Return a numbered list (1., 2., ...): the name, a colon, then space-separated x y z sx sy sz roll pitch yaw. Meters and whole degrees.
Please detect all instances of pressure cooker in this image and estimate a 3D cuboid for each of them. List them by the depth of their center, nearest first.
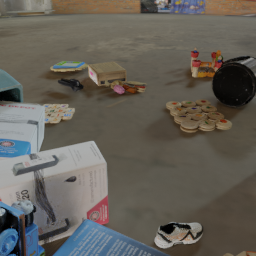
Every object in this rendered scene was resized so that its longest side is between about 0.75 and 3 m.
1. pressure cooker: 4.627 -1.947 11.456 1.836 1.865 2.088 39 43 25

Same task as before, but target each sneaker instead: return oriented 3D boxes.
1. sneaker: 1.018 2.002 5.404 1.017 0.407 0.375 -8 27 -18

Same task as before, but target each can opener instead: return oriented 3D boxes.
1. can opener: -2.606 -2.024 12.740 1.505 0.592 0.477 20 29 38

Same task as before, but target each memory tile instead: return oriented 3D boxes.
1. memory tile: 2.554 -0.533 10.449 1.885 0.206 2.459 -4 28 -7

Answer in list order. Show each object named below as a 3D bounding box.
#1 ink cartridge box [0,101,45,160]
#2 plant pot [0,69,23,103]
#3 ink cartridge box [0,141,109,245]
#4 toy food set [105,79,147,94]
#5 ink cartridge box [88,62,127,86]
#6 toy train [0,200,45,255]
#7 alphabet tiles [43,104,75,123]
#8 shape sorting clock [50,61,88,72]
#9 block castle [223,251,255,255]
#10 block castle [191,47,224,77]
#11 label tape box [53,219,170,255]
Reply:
1. ink cartridge box: -3.471 0.378 7.370 2.080 1.200 2.866 5 27 -9
2. plant pot: -4.584 -0.855 8.661 1.927 1.932 1.968 -23 53 -36
3. ink cartridge box: -1.544 1.311 5.404 2.199 1.601 0.932 -11 30 -20
4. toy food set: -0.065 -1.851 12.907 2.012 0.317 1.279 5 27 -7
5. ink cartridge box: -1.073 -2.779 14.218 1.491 0.680 1.810 -12 30 -19
6. toy train: -1.807 1.882 4.343 0.725 1.672 0.955 12 19 24
7. alphabet tiles: -2.901 -0.546 10.563 1.688 0.123 1.650 0 27 1
8. shape sorting clock: -3.291 -3.415 15.719 2.087 0.409 2.087 1 23 -1
9. block castle: 2.137 2.523 4.058 1.617 0.759 1.081 2 32 9
10. block castle: 4.309 -3.654 15.362 1.679 1.179 2.513 5 28 8
11. label tape box: 0.073 2.659 3.536 2.983 0.944 2.151 15 31 26
